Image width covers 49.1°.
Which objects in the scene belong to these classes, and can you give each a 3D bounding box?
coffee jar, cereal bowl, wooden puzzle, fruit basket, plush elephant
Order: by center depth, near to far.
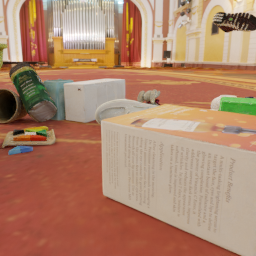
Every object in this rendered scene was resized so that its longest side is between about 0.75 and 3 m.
[{"bbox_3d":[-2.542,0.213,7.234,1.344,0.233,1.992,-7,16,-24],"label":"wooden puzzle"},{"bbox_3d":[3.669,-0.435,8.956,1.866,0.944,2.015,8,1,27],"label":"fruit basket"},{"bbox_3d":[-3.164,-1.224,9.285,0.862,1.053,2.019,-34,64,-3],"label":"coffee jar"},{"bbox_3d":[0.902,-0.963,10.286,1.269,0.982,1.045,-12,18,-38],"label":"plush elephant"},{"bbox_3d":[4.097,-1.043,11.493,1.334,0.556,1.334,1,15,0],"label":"cereal bowl"}]

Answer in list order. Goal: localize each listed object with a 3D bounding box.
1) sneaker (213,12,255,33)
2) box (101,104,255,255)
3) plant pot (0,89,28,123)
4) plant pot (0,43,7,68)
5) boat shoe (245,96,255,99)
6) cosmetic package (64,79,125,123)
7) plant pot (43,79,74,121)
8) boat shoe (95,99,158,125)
[{"bbox_3d":[2.999,-2.840,7.689,1.230,0.465,0.710,26,8,29],"label":"sneaker"},{"bbox_3d":[1.036,0.480,4.137,2.339,1.244,1.781,12,18,38],"label":"box"},{"bbox_3d":[-3.901,-0.692,9.411,1.122,1.122,0.973,4,-2,14],"label":"plant pot"},{"bbox_3d":[-3.991,-0.659,6.254,2.625,2.413,2.625,1,15,0],"label":"plant pot"},{"bbox_3d":[5.465,-1.127,12.012,0.960,0.445,0.358,0,14,3],"label":"boat shoe"},{"bbox_3d":[-1.105,-1.067,10.121,0.898,1.279,2.521,8,16,29],"label":"cosmetic package"},{"bbox_3d":[-2.455,-1.082,10.108,1.291,1.315,1.287,11,17,36],"label":"plant pot"},{"bbox_3d":[0.321,-0.280,7.762,2.626,0.916,0.935,5,11,6],"label":"boat shoe"}]
